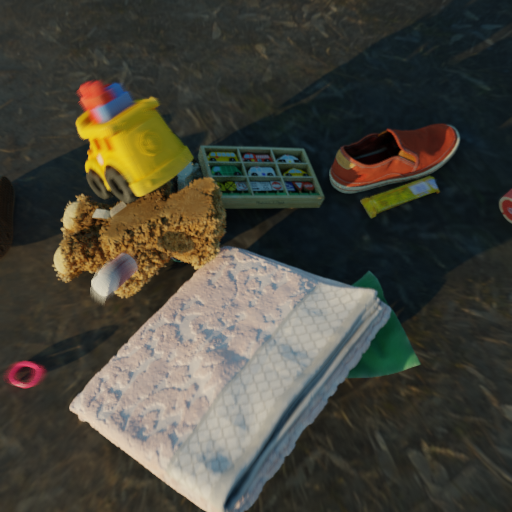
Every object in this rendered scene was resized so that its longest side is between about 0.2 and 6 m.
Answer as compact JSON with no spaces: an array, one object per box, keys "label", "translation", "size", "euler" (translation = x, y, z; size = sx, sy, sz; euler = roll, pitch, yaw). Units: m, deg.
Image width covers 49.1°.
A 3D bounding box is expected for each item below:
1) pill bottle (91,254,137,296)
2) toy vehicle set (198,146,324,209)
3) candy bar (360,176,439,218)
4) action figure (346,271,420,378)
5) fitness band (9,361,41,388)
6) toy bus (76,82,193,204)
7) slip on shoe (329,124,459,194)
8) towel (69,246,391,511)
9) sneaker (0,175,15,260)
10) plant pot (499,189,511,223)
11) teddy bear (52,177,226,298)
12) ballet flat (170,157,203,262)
[{"label":"pill bottle","translation":[-2.314,0.311,9.136],"size":[0.405,0.405,0.710],"euler":[26,47,18]},{"label":"toy vehicle set","translation":[0.096,-1.638,11.634],"size":[2.394,0.317,1.487],"euler":[-3,53,-22]},{"label":"candy bar","translation":[3.071,-1.268,11.780],"size":[1.813,0.201,0.452],"euler":[-20,71,-16]},{"label":"action figure","translation":[0.623,1.631,9.148],"size":[3.461,0.946,2.044],"euler":[-19,39,1]},{"label":"fitness band","translation":[-3.901,2.006,9.467],"size":[0.594,0.111,0.426],"euler":[10,53,28]},{"label":"toy bus","translation":[-2.530,-2.183,10.168],"size":[1.478,2.091,2.178],"euler":[-44,32,-26]},{"label":"slip on shoe","translation":[3.071,-2.263,12.089],"size":[3.178,0.972,1.177],"euler":[-19,55,-15]},{"label":"towel","translation":[-0.501,1.540,8.668],"size":[3.791,0.640,3.969],"euler":[15,52,43]},{"label":"sneaker","translation":[-5.409,-0.644,11.189],"size":[0.839,0.782,2.221],"euler":[-16,49,9]},{"label":"plant pot","translation":[5.476,-1.091,11.366],"size":[0.803,0.907,0.907],"euler":[-29,59,-7]},{"label":"teddy bear","translation":[-2.198,-0.429,10.550],"size":[3.540,1.182,2.566],"euler":[-20,52,5]},{"label":"ballet flat","translation":[-1.486,-1.080,11.306],"size":[0.894,0.894,2.487],"euler":[4,55,3]}]
